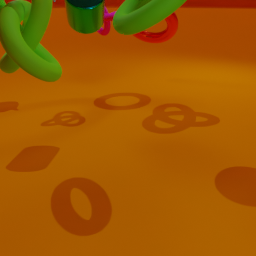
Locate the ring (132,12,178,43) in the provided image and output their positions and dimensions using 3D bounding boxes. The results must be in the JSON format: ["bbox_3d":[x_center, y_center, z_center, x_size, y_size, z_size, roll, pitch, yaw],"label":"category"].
[{"bbox_3d":[0.707,-3.273,8.698,1.717,1.717,0.343,9,68,18],"label":"ring"}]

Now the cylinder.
[{"bbox_3d":[-0.837,-2.386,5.481,0.766,0.766,0.766,-4,-16,-8],"label":"cylinder"}]

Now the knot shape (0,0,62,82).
[{"bbox_3d":[-1.146,-1.026,3.116,0.619,1.341,1.254,-16,62,-26],"label":"knot shape"}]

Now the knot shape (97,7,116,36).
[{"bbox_3d":[-0.657,-2.885,7.290,1.060,0.523,1.132,2,-12,20],"label":"knot shape"}]

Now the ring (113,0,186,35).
[{"bbox_3d":[0.381,-1.924,4.207,1.440,0.288,1.440,-28,33,20],"label":"ring"}]

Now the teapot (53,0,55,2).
[{"bbox_3d":[-2.405,-4.337,7.982,0.815,1.665,1.035,-8,6,44],"label":"teapot"}]
